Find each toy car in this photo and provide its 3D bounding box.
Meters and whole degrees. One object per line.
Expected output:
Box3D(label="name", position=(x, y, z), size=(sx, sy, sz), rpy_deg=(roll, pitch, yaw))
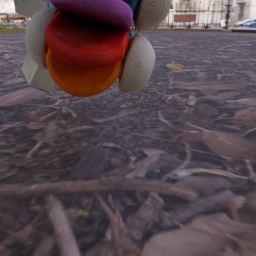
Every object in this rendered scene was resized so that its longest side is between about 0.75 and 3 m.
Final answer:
Box3D(label="toy car", position=(-0.556, -1.755, 4.501), size=(2.308, 2.637, 1.978), rpy_deg=(16, 20, -1))

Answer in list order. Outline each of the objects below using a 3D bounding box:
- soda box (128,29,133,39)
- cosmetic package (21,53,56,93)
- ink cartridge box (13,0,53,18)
Box3D(label="soda box", position=(-0.458, -2.770, 8.798), size=(1.176, 0.399, 0.377), rpy_deg=(-28, 52, -1))
Box3D(label="cosmetic package", position=(-2.298, -1.598, 7.387), size=(0.570, 0.843, 1.602), rpy_deg=(20, 16, -35))
Box3D(label="ink cartridge box", position=(-2.385, -4.284, 8.919), size=(1.316, 0.770, 2.269), rpy_deg=(23, 51, 12))
